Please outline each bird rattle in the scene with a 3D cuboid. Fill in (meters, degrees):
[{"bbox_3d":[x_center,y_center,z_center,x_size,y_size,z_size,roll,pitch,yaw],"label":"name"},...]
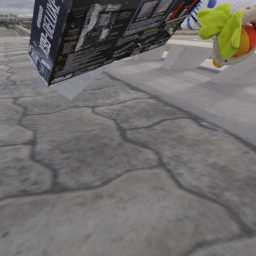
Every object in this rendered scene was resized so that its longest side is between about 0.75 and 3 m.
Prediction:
[{"bbox_3d":[3.103,-2.710,7.543,2.599,2.119,1.464,-30,57,-15],"label":"bird rattle"}]

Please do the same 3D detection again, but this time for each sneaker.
[{"bbox_3d":[1.846,-3.254,7.899,0.803,0.562,1.391,7,56,55],"label":"sneaker"}]

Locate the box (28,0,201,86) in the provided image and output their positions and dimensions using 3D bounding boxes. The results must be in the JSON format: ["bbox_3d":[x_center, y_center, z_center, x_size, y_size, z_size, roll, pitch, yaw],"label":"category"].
[{"bbox_3d":[-0.027,-1.816,4.246,2.741,0.682,2.162,-27,-8,-30],"label":"box"}]

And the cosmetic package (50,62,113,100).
[{"bbox_3d":[-1.196,-1.853,7.436,0.811,1.998,1.128,33,21,-46],"label":"cosmetic package"}]

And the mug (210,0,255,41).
[{"bbox_3d":[3.172,-3.691,9.046,1.598,1.822,1.345,-14,42,-22],"label":"mug"}]
